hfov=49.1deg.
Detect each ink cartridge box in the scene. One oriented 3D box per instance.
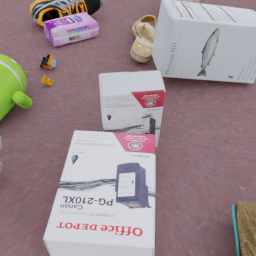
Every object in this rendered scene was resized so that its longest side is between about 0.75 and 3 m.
[{"bbox_3d":[-0.356,1.229,5.208,1.705,0.993,2.355,3,45,3],"label":"ink cartridge box"},{"bbox_3d":[0.067,-0.325,6.231,1.309,1.784,0.739,-5,48,-4],"label":"ink cartridge box"}]

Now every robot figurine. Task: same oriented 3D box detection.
[{"bbox_3d":[-3.557,-0.943,7.122,2.103,1.387,2.397,23,46,-3],"label":"robot figurine"}]

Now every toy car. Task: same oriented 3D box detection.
[{"bbox_3d":[-2.527,-1.733,8.800,0.426,0.627,1.279,26,52,-38],"label":"toy car"}]

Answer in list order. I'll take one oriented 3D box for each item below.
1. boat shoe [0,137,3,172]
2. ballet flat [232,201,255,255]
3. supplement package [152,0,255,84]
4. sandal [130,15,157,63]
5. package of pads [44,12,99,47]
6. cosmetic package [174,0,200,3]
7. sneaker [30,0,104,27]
[{"bbox_3d":[-2.657,0.579,4.889,0.651,2.283,0.763,26,61,-11],"label":"boat shoe"},{"bbox_3d":[1.997,2.151,4.103,0.921,0.864,2.547,-7,31,27],"label":"ballet flat"},{"bbox_3d":[2.337,-2.515,8.194,2.924,1.709,1.715,2,40,-8],"label":"supplement package"},{"bbox_3d":[0.709,-3.407,9.754,1.050,0.942,2.863,19,44,-8],"label":"sandal"},{"bbox_3d":[-2.112,-3.688,10.410,1.825,0.691,1.100,-22,46,-21],"label":"package of pads"},{"bbox_3d":[2.256,-5.339,11.608,1.166,1.381,2.672,15,48,15],"label":"cosmetic package"},{"bbox_3d":[-2.351,-4.664,11.155,2.993,1.172,1.156,-19,46,-4],"label":"sneaker"}]
